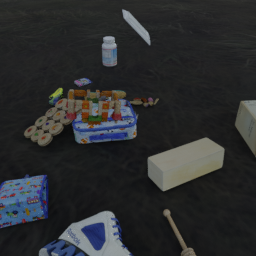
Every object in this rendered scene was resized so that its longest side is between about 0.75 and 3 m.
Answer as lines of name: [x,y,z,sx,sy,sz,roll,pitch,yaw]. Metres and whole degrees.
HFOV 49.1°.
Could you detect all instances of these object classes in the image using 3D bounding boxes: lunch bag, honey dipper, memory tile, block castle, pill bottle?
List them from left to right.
lunch bag: [-3.108,1.918,8.307,1.342,0.838,1.782,-9,26,-9]
memory tile: [-2.930,-0.306,11.043,1.757,0.192,2.293,21,60,43]
block castle: [-1.068,-0.641,8.753,1.699,0.797,1.135,0,29,-13]
lunch bag: [-0.902,-0.286,11.273,2.634,0.995,2.111,-6,37,-8]
pill bottle: [-1.134,-4.659,17.063,0.889,1.634,0.889,1,34,0]
honey dipper: [1.332,2.809,7.314,0.340,0.340,1.793,-8,33,-12]

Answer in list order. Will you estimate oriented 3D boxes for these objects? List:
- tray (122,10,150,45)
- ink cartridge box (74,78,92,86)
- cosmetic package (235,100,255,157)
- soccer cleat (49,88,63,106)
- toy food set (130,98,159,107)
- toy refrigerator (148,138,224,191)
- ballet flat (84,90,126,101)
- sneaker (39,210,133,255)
tray: [0.458,-4.803,13.264,0.208,1.877,1.008,-35,39,26]
ink cartridge box: [-2.418,-2.523,15.247,0.852,0.179,0.508,-22,40,-31]
cosmetic package: [4.964,0.051,10.539,0.872,1.236,2.387,-2,33,-1]
soccer cleat: [-3.479,-1.563,13.538,0.592,0.458,1.416,8,35,-8]
toy food set: [0.783,-1.236,13.360,1.286,0.202,0.817,7,34,24]
toy refrigerator: [1.921,1.175,9.266,2.425,0.848,0.921,-16,31,-23]
ballet flat: [-1.069,-1.366,13.305,1.977,0.678,0.623,-3,62,0]
sneaker: [-0.407,2.820,6.517,2.941,1.188,1.699,14,39,21]
